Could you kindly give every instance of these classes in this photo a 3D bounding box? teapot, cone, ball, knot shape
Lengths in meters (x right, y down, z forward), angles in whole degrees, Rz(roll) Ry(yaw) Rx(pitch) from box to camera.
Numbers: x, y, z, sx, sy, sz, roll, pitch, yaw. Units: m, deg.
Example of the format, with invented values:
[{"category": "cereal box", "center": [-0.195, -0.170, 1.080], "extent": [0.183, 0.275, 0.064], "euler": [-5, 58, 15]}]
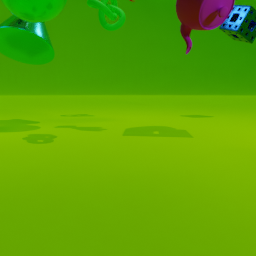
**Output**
[{"category": "teapot", "center": [1.588, -2.469, 5.683], "extent": [1.210, 1.946, 0.953], "euler": [9, 34, -42]}, {"category": "cone", "center": [-2.680, -2.877, 7.617], "extent": [1.651, 1.657, 1.651], "euler": [6, -18, 2]}, {"category": "ball", "center": [-1.901, -2.846, 5.625], "extent": [1.386, 1.386, 1.386], "euler": [0, 7, 0]}, {"category": "knot shape", "center": [-0.646, -3.981, 9.391], "extent": [0.626, 1.354, 1.267], "euler": [-36, 21, 45]}]

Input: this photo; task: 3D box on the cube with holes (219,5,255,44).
[{"category": "cube with holes", "center": [3.732, -3.397, 9.163], "extent": [0.847, 0.847, 0.847], "euler": [20, 14, -32]}]

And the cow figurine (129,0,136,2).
[{"category": "cow figurine", "center": [-0.102, -3.143, 5.521], "extent": [0.700, 1.255, 1.275], "euler": [-48, 7, -38]}]
